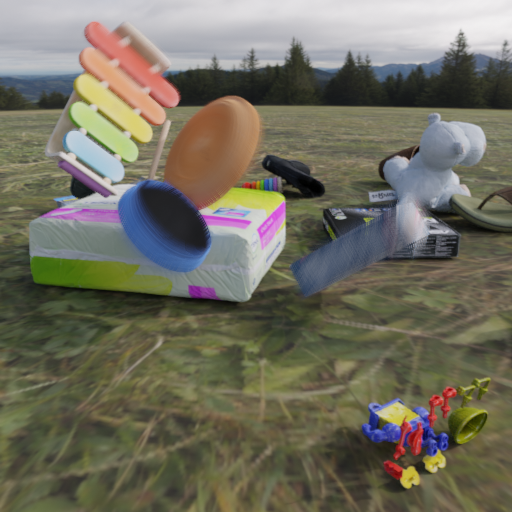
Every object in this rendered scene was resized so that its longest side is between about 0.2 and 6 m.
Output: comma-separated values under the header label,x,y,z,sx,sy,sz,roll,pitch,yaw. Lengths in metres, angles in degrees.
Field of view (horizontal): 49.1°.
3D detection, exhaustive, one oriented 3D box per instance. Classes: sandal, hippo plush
label,x,y,z,sx,sy,sz,roll,pitch,yaw
sandal,6.008,-1.094,12.361,3.366,0.960,1.337,8,25,15
hippo plush,4.102,-2.323,13.311,2.731,2.196,2.175,-8,43,-26

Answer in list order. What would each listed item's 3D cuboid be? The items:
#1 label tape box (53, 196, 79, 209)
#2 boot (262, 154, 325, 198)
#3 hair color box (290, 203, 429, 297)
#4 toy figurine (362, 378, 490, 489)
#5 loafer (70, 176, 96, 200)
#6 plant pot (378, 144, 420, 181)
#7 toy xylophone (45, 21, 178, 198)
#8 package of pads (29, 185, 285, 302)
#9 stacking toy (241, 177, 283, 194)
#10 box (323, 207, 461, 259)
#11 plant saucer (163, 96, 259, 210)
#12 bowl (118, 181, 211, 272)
label,x,y,z,sx,sy,sz,roll,pitch,yaw
label tape box,-4.420,-1.202,13.770,0.751,0.329,1.041,-15,24,-37
boot,1.353,-2.255,16.185,1.745,0.695,2.117,7,18,-33
hair color box,1.522,-0.094,8.324,1.872,0.567,0.936,-30,-6,28
toy figurine,1.491,1.503,5.390,1.411,0.744,0.845,-13,18,-36
loafer,-3.024,-1.937,10.567,0.789,2.195,0.690,16,50,-26
plant pot,4.430,-2.635,16.838,1.292,1.292,1.383,-16,12,-39
toy xylophone,-2.062,-2.093,8.659,0.710,2.826,2.069,-10,-27,41
package of pads,-1.533,-0.387,9.900,3.805,1.298,2.940,5,20,14
stacking toy,0.159,-1.951,15.829,1.165,0.498,0.498,-3,19,6
box,2.632,-0.507,11.431,2.296,0.545,2.217,-1,16,-1
plant saucer,-0.800,-1.670,8.898,0.323,2.000,2.000,29,-4,-41
bowl,-1.180,-0.433,7.501,0.273,1.390,1.390,-40,-1,29
